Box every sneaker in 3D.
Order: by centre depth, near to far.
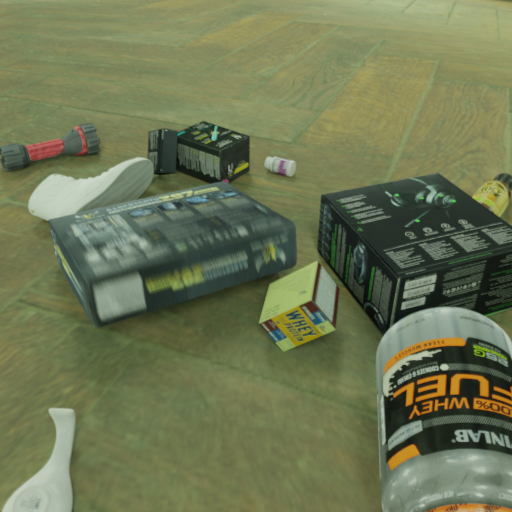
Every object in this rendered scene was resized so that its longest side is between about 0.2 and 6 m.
[{"bbox_3d":[-3.603,-1.550,12.182,1.589,1.013,2.750,22,42,22],"label":"sneaker"}]

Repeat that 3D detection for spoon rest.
[{"bbox_3d":[-2.517,2.692,6.762,0.808,0.493,1.625,2,49,5],"label":"spoon rest"}]

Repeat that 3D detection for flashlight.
[{"bbox_3d":[-5.154,-2.724,14.042,2.364,0.800,0.803,-19,37,-27],"label":"flashlight"}]

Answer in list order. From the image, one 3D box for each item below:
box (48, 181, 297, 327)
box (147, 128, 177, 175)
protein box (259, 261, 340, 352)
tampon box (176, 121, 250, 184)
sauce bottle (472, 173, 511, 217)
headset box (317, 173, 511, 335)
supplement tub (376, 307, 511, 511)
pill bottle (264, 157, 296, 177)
[{"bbox_3d":[-1.537,-0.242,9.976,3.643,0.929,2.872,-16,30,-25],"label":"box"},{"bbox_3d":[-2.223,-2.448,13.242,0.403,1.022,0.721,1,3,-39],"label":"box"},{"bbox_3d":[0.699,0.788,8.785,0.988,0.671,0.995,-28,24,28],"label":"protein box"},{"bbox_3d":[-1.067,-2.474,13.522,1.517,0.958,1.137,25,41,30],"label":"tampon box"},{"bbox_3d":[4.977,-1.173,11.935,0.720,0.720,2.226,21,38,27],"label":"sauce bottle"},{"bbox_3d":[2.760,-0.181,9.924,2.564,1.366,2.945,-13,37,-16],"label":"headset box"},{"bbox_3d":[2.284,2.107,6.348,1.777,1.777,2.901,4,35,6],"label":"supplement tub"},{"bbox_3d":[0.575,-2.187,13.616,0.703,0.395,0.395,19,39,23],"label":"pill bottle"}]
